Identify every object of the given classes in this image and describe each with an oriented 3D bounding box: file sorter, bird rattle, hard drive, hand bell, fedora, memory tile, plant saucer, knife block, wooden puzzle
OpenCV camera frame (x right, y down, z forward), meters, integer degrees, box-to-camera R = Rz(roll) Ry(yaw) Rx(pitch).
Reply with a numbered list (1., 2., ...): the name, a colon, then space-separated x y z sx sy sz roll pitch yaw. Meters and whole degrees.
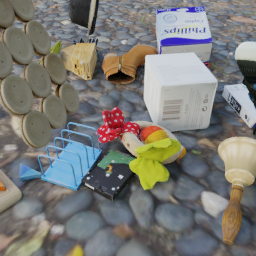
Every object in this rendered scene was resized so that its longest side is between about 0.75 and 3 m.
1. file sorter: -1.478 0.673 7.374 1.040 0.919 1.498 14 40 16
2. bird rattle: 0.401 0.403 7.620 2.064 1.426 2.532 -5 30 -40
3. hard drive: -0.400 1.164 7.271 0.983 0.266 1.406 20 43 24
4. hand bell: 2.499 1.484 6.455 1.244 1.244 2.389 15 52 18
5. fedora: -1.632 -4.613 10.285 1.028 2.250 2.250 6 37 -13
6. memory tile: -1.660 -1.037 4.588 0.205 2.443 1.872 -13 27 23
7. plant saucer: -3.401 -3.015 12.069 1.393 0.334 1.395 -34 29 26
8. knife block: -1.711 -3.233 12.390 2.240 0.817 2.552 -31 47 -32
9. wooden puzzle: -3.743 1.564 6.713 1.951 0.338 2.891 26 45 29

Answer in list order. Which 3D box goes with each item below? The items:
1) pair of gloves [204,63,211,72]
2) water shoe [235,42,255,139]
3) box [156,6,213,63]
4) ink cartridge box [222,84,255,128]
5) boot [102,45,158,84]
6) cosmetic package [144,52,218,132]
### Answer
1. pair of gloves: 2.060 -2.099 10.510 2.244 1.804 0.256 -2 82 1
2. water shoe: 1.799 -0.155 3.176 2.104 0.830 0.752 28 2 -35
3. box: 2.408 -4.092 12.415 2.191 1.250 2.382 -3 60 2
4. ink cartridge box: 4.347 -0.681 9.437 1.279 0.504 2.572 -6 37 -8
5. boot: 0.165 -2.614 11.517 2.464 0.945 1.913 -4 38 -5
6. cosmetic package: 1.558 -1.201 9.066 1.740 1.751 2.092 -6 39 -7
